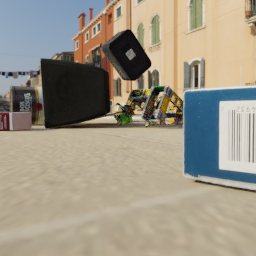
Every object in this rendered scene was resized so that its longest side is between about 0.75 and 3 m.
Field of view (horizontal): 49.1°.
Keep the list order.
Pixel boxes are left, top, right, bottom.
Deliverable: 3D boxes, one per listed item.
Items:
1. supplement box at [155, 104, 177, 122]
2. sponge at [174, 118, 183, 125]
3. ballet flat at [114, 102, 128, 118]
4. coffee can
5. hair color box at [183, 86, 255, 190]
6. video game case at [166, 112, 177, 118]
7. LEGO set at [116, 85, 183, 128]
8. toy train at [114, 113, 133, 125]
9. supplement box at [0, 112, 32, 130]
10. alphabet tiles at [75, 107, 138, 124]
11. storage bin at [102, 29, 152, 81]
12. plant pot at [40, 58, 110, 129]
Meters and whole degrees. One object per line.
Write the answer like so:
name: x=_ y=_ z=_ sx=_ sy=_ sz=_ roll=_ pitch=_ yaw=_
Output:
supplement box: x=2.499 y=-0.879 z=15.904 sx=1.026 sy=0.992 sz=2.983 roll=-2 pitch=3 yaw=-19
sponge: x=3.137 y=-0.293 z=12.174 sx=2.055 sy=0.306 sz=1.146 roll=1 pitch=4 yaw=26
ballet flat: x=-0.308 y=-0.898 z=15.700 sx=0.986 sy=1.051 sz=2.907 roll=0 pitch=4 yaw=-2
coffee can: x=-3.944 y=-0.994 z=12.360 sx=2.279 sy=1.668 sz=1.668 roll=-2 pitch=4 yaw=-26
hair color box: x=1.879 y=0.020 z=3.233 sx=1.408 sy=0.852 sz=2.816 roll=3 pitch=5 yaw=38
video game case: x=3.009 y=-0.569 z=12.351 sx=2.600 sy=0.247 sz=1.857 roll=0 pitch=4 yaw=15
LEGO set: x=0.948 y=-0.496 z=10.600 sx=2.609 sy=1.511 sz=2.006 roll=7 pitch=-22 yaw=38
toy train: x=-0.171 y=-0.408 z=12.609 sx=0.356 sy=0.481 sz=1.705 roll=-11 pitch=0 yaw=20
supplement box: x=-4.279 y=-0.230 z=9.185 sx=1.898 sy=0.578 sz=1.033 roll=0 pitch=4 yaw=14
alphabet tiles: x=-0.959 y=-0.550 z=12.359 sx=2.310 sy=0.088 sz=2.776 roll=-12 pitch=4 yaw=35
storage bin: x=-0.046 y=-3.177 z=12.383 sx=1.326 sy=1.961 sz=0.919 roll=-43 pitch=25 yaw=-12
plant pot: x=-1.810 y=-1.315 z=10.609 sx=2.132 sy=2.397 sz=2.403 roll=-1 pitch=6 yaw=2
